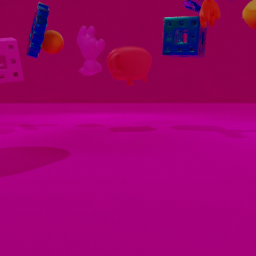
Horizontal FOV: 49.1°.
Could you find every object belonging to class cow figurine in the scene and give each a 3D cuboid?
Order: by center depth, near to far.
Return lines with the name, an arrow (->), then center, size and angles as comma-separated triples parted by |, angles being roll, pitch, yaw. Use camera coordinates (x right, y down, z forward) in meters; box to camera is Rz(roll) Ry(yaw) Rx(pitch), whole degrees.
cow figurine -> 2.033, -3.122, 7.076 | 0.509, 0.912, 0.927 | -10, -3, 2
cow figurine -> 2.498, -3.857, 8.119 | 1.427, 1.451, 0.796 | 29, -5, 5
cow figurine -> -1.273, -2.414, 9.041 | 0.731, 1.331, 1.310 | -17, -24, -42

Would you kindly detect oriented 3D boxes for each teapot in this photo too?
teapot -> 3.284, -2.809, 6.955 | 0.835, 0.658, 1.343 | -34, 38, -3
teapot -> 0.075, -1.673, 7.816 | 1.239, 0.976, 1.993 | -2, 1, 32

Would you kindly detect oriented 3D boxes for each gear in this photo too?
gear -> -2.819, -3.006, 8.712 | 0.303, 1.637, 1.637 | 12, 0, -26

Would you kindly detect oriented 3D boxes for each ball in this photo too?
ball -> -2.503, -2.812, 9.194 | 0.749, 0.749, 0.749 | 0, 5, 0

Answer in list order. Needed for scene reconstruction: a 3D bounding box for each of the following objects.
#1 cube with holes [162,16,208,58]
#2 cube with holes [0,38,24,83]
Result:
cube with holes -> 1.720, -2.694, 8.426 | 1.049, 1.049, 1.049 | 7, 13, 25
cube with holes -> -3.308, -1.717, 7.098 | 0.985, 0.985, 0.985 | -13, 25, -24
